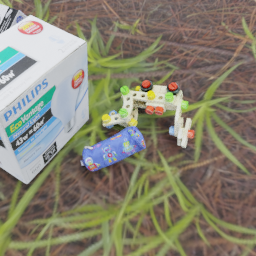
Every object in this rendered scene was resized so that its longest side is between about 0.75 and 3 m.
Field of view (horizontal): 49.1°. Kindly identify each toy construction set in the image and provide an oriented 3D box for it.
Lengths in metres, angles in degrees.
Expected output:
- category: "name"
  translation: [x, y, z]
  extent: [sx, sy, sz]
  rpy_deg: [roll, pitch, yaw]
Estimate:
- category: "toy construction set"
  translation: [0.691, -0.449, 7.908]
  extent: [2.565, 1.181, 1.682]
  rpy_deg: [17, 64, 11]

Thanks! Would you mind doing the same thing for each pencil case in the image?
- category: "pencil case"
  translation: [-0.408, 0.533, 7.333]
  extent: [1.698, 0.738, 0.663]
  rpy_deg: [-25, 25, 10]

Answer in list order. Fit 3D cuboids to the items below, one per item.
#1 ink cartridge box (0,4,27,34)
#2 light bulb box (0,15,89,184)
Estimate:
- category: "ink cartridge box"
  translation: [-4.206, -2.254, 8.519]
  extent: [1.390, 0.654, 2.957]
  rpy_deg: [24, 89, 23]
- category: "light bulb box"
  translation: [-2.440, -0.661, 6.916]
  extent: [1.748, 2.801, 2.776]
  rpy_deg: [28, 55, 14]
